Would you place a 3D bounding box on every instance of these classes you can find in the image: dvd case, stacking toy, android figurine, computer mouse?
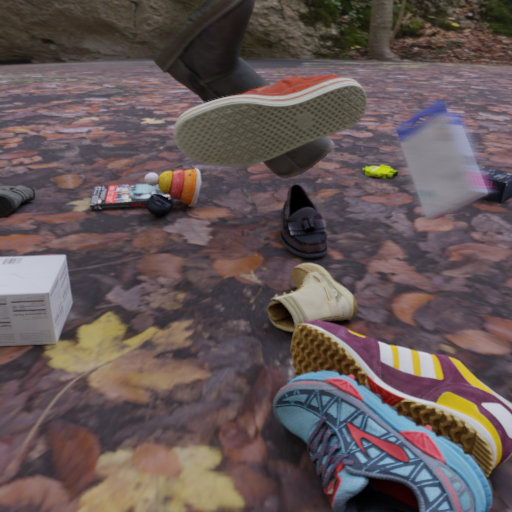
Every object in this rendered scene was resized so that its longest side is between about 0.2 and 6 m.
[{"bbox_3d":[-3.135,-1.503,14.146,1.961,0.216,1.432,-5,25,-9],"label":"dvd case"},{"bbox_3d":[-2.032,-1.734,13.469,1.290,0.942,0.942,8,21,-20],"label":"stacking toy"},{"bbox_3d":[3.567,-2.436,16.204,0.976,0.200,0.888,18,30,30],"label":"android figurine"},{"bbox_3d":[-2.188,-1.343,13.625,0.553,0.321,1.887,32,25,1],"label":"computer mouse"}]

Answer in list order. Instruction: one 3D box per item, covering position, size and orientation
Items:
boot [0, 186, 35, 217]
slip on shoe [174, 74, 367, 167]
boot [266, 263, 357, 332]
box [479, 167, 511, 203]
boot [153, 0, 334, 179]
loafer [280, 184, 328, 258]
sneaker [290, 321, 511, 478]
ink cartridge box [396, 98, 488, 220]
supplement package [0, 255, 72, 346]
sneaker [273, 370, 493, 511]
[{"bbox_3d":[-6.562,-1.402,13.560,2.048,0.693,1.338,7,19,0],"label":"boot"},{"bbox_3d":[0.187,-2.178,8.747,3.050,1.130,0.933,-18,39,-11],"label":"slip on shoe"},{"bbox_3d":[0.678,0.659,9.030,1.242,0.582,1.598,-13,31,-25],"label":"boot"},{"bbox_3d":[6.087,-1.838,14.417,0.995,0.584,0.978,22,33,40],"label":"box"},{"bbox_3d":[0.096,-3.172,10.837,1.350,3.720,3.383,-53,20,-20],"label":"boot"},{"bbox_3d":[0.939,-0.788,11.860,0.923,0.809,2.568,-2,25,-5],"label":"loafer"},{"bbox_3d":[1.690,1.552,6.703,1.271,1.057,2.821,-14,34,-43],"label":"sneaker"},{"bbox_3d":[1.672,-0.876,5.112,0.200,0.952,0.568,-5,-17,-39],"label":"ink cartridge box"},{"bbox_3d":[-3.798,0.673,8.544,1.640,0.909,1.277,-1,25,-6],"label":"supplement package"},{"bbox_3d":[1.000,2.003,5.623,2.441,0.968,1.166,20,33,38],"label":"sneaker"}]
